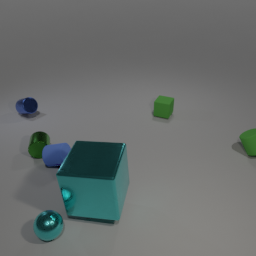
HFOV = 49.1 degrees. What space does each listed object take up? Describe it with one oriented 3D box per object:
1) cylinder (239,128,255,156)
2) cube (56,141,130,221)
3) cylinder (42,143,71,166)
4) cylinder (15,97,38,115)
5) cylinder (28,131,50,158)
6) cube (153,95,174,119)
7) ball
[{"bbox_3d":[4.279,0.476,9.556,0.700,0.700,0.700,-28,9,5],"label":"cylinder"},{"bbox_3d":[-0.803,1.298,7.159,1.400,1.400,1.400,2,33,11],"label":"cube"},{"bbox_3d":[-2.287,0.863,9.070,0.700,0.700,0.700,-9,27,17],"label":"cylinder"},{"bbox_3d":[-4.372,-0.948,12.086,0.700,0.700,0.700,-2,21,44],"label":"cylinder"},{"bbox_3d":[-3.065,0.580,9.699,0.700,0.700,0.700,-6,30,-10],"label":"cylinder"},{"bbox_3d":[1.556,-0.919,12.148,0.700,0.700,0.700,13,34,21],"label":"cube"},{"bbox_3d":[-1.903,2.325,6.710,0.700,0.700,0.700,0,30,0],"label":"ball"}]
